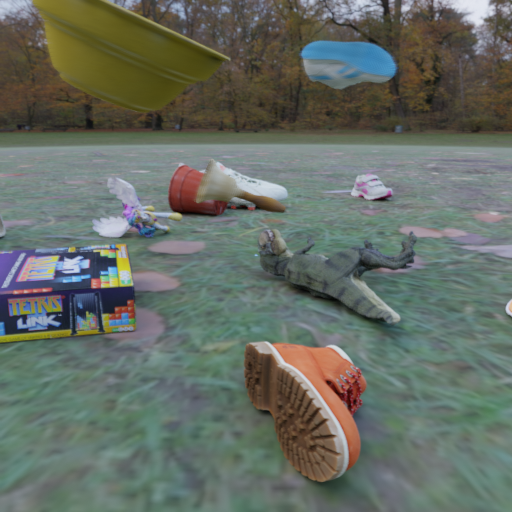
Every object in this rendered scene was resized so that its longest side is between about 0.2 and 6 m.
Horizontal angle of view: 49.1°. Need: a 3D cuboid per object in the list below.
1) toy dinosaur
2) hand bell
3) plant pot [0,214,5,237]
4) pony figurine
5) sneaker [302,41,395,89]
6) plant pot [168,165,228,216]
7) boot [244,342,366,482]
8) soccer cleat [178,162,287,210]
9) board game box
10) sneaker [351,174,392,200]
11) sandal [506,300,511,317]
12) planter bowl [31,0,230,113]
[{"bbox_3d":[1.299,0.193,7.673,1.524,0.821,3.459,-22,22,-21],"label":"toy dinosaur"},{"bbox_3d":[-0.133,-0.694,6.516,1.015,0.528,0.528,19,10,-14],"label":"hand bell"},{"bbox_3d":[-6.163,-0.983,10.385,1.769,1.998,1.996,-12,14,1],"label":"plant pot"},{"bbox_3d":[-2.478,-0.870,11.604,1.425,1.229,1.476,17,5,25],"label":"pony figurine"},{"bbox_3d":[1.528,-3.076,9.166,1.555,0.628,0.595,20,67,26],"label":"sneaker"},{"bbox_3d":[-1.382,-1.570,14.081,1.209,1.243,1.243,14,18,19],"label":"plant pot"},{"bbox_3d":[0.548,1.096,4.401,0.938,0.657,1.750,2,12,-15],"label":"boot"},{"bbox_3d":[-0.711,-1.912,15.138,3.117,1.209,1.080,3,14,8],"label":"soccer cleat"},{"bbox_3d":[-2.509,0.389,7.177,1.801,0.618,2.179,-3,14,-15],"label":"board game box"},{"bbox_3d":[3.448,-2.081,16.818,0.658,0.713,1.617,-8,16,-30],"label":"sneaker"},{"bbox_3d":[4.151,0.123,6.868,2.366,0.678,0.906,-22,13,3],"label":"sandal"},{"bbox_3d":[-1.998,-2.934,8.168,3.023,1.259,3.023,23,18,-8],"label":"planter bowl"}]
